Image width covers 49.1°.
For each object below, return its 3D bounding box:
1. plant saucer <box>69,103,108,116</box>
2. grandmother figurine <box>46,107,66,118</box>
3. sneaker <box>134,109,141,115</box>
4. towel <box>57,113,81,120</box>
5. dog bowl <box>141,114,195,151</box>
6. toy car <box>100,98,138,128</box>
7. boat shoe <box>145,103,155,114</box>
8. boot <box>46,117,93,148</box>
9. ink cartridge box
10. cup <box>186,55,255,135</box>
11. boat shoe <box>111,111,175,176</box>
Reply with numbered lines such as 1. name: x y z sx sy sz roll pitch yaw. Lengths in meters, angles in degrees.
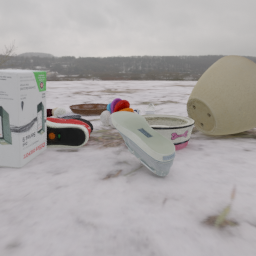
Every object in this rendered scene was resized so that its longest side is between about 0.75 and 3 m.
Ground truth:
1. plant saucer: -1.935 -0.986 14.800 2.316 0.399 2.316 0 13 0
2. grandmother figurine: -3.954 -0.712 12.969 2.265 0.686 1.373 1 18 14
3. sneaker: 0.401 -0.755 12.933 0.294 0.325 0.764 -39 19 15
4. towel: -2.588 -0.431 12.241 0.906 0.388 0.750 -10 15 -38
5. dog bowl: 0.966 0.121 8.764 2.158 0.796 2.158 1 13 0
6. toy car: -0.350 -0.654 11.515 1.323 1.134 1.512 -10 16 -36
7. boat shoe: 1.193 -1.040 14.774 0.506 0.498 1.426 2 12 10
8. boot: -2.465 0.001 9.184 2.548 0.923 1.838 8 12 -2
9. ink cartridge box: -2.864 -0.323 7.280 0.970 2.308 1.685 5 13 6
10. cup: 3.262 -0.857 9.860 1.999 2.795 2.795 -30 23 -19
11. boat shoe: 0.250 0.339 6.746 0.808 0.825 2.317 -11 33 -28
